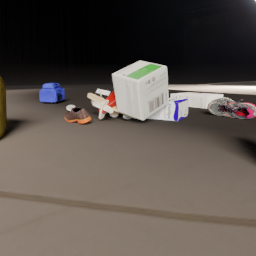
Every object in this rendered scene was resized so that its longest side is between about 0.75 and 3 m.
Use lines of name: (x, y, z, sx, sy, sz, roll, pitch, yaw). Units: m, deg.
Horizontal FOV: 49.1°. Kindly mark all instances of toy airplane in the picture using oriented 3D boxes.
toy airplane: (-0.717, -1.051, 13.366, 2.210, 1.566, 2.220, -8, 48, -12)

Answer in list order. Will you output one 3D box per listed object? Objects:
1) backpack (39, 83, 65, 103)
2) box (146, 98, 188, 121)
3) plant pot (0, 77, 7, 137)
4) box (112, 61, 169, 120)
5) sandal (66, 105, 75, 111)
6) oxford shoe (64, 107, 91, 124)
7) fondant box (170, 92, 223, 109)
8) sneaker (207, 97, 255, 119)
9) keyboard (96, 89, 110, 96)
backpack: (-5.412, -2.554, 20.505, 1.441, 1.488, 1.773, 10, 11, 13)
box: (1.915, -0.969, 13.908, 1.780, 0.934, 1.637, 7, 14, 27)
plant pot: (-5.387, -0.734, 9.093, 2.608, 2.591, 2.668, 2, 6, 11)
box: (0.593, -1.697, 12.290, 1.622, 1.893, 1.884, 23, 44, 40)
sandal: (-3.058, -0.973, 15.665, 0.499, 0.301, 1.227, -25, 36, -30)
oxford shoe: (-2.333, -0.660, 12.564, 1.873, 0.679, 0.667, 6, 32, 47)
fondant box: (4.575, -1.889, 18.742, 2.056, 0.830, 2.850, -10, 16, -42)
sneaker: (5.123, -0.985, 13.946, 2.414, 0.973, 0.901, 9, 17, 35)
keyboard: (-1.309, -1.878, 14.683, 0.907, 0.255, 0.048, 17, -9, 34)
